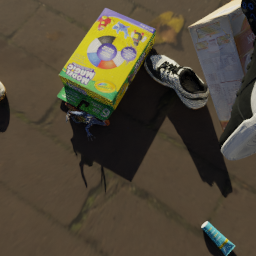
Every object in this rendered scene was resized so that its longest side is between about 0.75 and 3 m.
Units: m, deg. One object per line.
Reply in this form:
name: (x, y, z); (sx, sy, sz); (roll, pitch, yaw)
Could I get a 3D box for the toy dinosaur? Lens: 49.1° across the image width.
toy dinosaur: (-0.979, -0.285, 6.878); (1.010, 0.584, 1.113); (1, 57, -21)

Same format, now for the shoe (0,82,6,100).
shoe: (-4.012, -1.313, 7.178); (1.976, 0.527, 0.691); (31, 74, 10)

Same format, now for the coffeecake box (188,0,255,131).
coffeecake box: (2.028, -1.109, 4.821); (1.526, 0.727, 1.989); (-38, 114, -33)

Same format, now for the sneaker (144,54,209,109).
sneaker: (1.255, -1.354, 7.024); (1.974, 0.865, 0.746); (40, 77, 14)

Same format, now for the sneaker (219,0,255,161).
sneaker: (1.838, -0.908, 3.675); (0.966, 2.644, 1.479); (-1, 45, -38)

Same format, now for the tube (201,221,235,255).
tube: (1.951, 2.393, 6.113); (0.298, 0.194, 0.769); (-45, 81, 0)

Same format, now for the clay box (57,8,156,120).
clay box: (-0.566, -1.673, 7.236); (1.554, 0.644, 2.704); (26, 72, 9)
